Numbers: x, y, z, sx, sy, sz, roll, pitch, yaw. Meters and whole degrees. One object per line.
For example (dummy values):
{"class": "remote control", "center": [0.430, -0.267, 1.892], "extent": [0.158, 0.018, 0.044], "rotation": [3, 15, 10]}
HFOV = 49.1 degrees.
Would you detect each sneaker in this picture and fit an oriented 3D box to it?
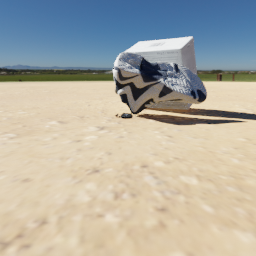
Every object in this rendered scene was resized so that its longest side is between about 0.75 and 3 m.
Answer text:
{"class": "sneaker", "center": [0.852, -1.100, 8.880], "extent": [2.899, 1.157, 1.887], "rotation": [14, -32, -4]}

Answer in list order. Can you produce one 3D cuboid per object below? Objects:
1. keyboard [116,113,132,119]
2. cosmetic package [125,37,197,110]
{"class": "keyboard", "center": [-0.145, -0.396, 8.894], "extent": [0.513, 0.083, 0.807], "rotation": [5, 11, 5]}
{"class": "cosmetic package", "center": [1.272, -1.973, 10.366], "extent": [2.240, 2.247, 1.381], "rotation": [5, 35, 32]}
